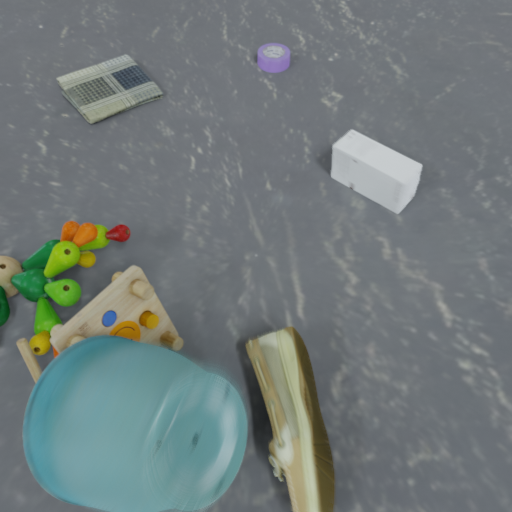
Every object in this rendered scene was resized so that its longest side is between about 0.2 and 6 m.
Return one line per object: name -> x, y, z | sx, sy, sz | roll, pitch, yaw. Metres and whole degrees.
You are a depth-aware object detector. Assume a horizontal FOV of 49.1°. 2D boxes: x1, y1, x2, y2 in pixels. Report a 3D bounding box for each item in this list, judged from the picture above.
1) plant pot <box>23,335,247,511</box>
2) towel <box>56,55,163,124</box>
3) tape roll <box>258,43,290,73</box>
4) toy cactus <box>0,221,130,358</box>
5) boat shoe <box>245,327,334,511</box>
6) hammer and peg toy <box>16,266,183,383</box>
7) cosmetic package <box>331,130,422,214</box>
plant pot -> -1.158, 1.834, 6.017 | 1.815, 1.932, 1.932 | -7, 40, 42
towel -> -3.111, -3.524, 11.876 | 1.777, 0.307, 1.711 | -28, 59, -23
tape roll -> 0.393, -4.432, 12.534 | 0.718, 0.305, 0.718 | 0, 51, 0
toy cactus -> -3.309, 0.432, 8.242 | 2.316, 1.435, 2.806 | 8, 52, 30
boat shoe -> 0.388, 2.097, 6.966 | 0.781, 0.906, 2.482 | -18, 58, 13
hammer and peg toy -> -1.983, 1.256, 7.220 | 0.727, 1.515, 2.060 | 19, 52, 40
cosmetic package -> 2.080, -1.481, 9.832 | 1.467, 0.828, 0.595 | 35, 64, 27
